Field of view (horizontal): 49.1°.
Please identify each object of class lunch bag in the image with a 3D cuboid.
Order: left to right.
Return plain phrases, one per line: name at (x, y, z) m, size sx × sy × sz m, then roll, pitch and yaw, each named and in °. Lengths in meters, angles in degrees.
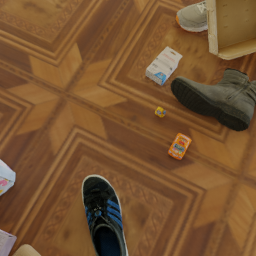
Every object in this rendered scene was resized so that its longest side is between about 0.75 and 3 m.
lunch bag at (-4.521, 1.021, 7.101) m, size 2.711 × 2.299 × 1.724 m, roll -1°, pitch 71°, yaw 3°

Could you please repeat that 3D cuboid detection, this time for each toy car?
toy car at (1.208, 0.123, 8.376) m, size 0.812 × 0.551 × 1.655 m, roll -40°, pitch 75°, yaw -14°

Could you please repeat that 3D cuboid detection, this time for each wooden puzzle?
wooden puzzle at (-2.605, 4.359, 6.903) m, size 1.963 × 0.395 × 2.122 m, roll 37°, pitch 69°, yaw 13°

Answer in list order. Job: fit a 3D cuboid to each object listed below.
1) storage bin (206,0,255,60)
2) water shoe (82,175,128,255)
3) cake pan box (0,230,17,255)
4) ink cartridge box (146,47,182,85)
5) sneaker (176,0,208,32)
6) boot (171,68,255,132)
storage bin at (3.692, -3.578, 8.821) m, size 2.191 × 2.207 × 1.034 m, roll -19°, pitch 31°, yaw -7°
water shoe at (-0.577, 2.350, 7.188) m, size 0.960 × 1.060 × 2.685 m, roll -18°, pitch 65°, yaw -7°
cake pan box at (-4.112, 3.292, 7.035) m, size 2.058 × 0.538 × 1.895 m, roll 16°, pitch 69°, yaw 14°
ink cartridge box at (1.197, -2.060, 9.277) m, size 0.673 × 0.394 × 1.161 m, roll 37°, pitch 74°, yaw 13°
sneaker at (3.073, -4.284, 9.611) m, size 2.925 × 1.345 × 1.107 m, roll -15°, pitch 69°, yaw -5°
boot at (2.828, -1.211, 8.811) m, size 2.736 × 0.926 × 1.787 m, roll 30°, pitch 65°, yaw 4°
